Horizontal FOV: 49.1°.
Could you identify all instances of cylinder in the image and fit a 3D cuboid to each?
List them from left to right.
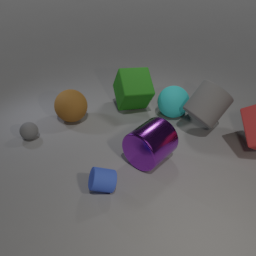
[{"bbox_3d":[-0.765,1.552,8.376,0.700,0.700,0.700,12,28,-19],"label":"cylinder"},{"bbox_3d":[0.757,0.528,9.485,1.400,1.400,1.400,24,41,34],"label":"cylinder"},{"bbox_3d":[3.108,-0.924,10.924,1.400,1.400,1.400,37,6,-5],"label":"cylinder"}]

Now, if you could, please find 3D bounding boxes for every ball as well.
[{"bbox_3d":[-3.854,0.113,10.908,0.700,0.700,0.700,0,31,0],"label":"ball"},{"bbox_3d":[-2.435,-0.948,11.965,1.400,1.400,1.400,0,31,0],"label":"ball"},{"bbox_3d":[2.001,-1.154,12.333,1.400,1.400,1.400,0,31,0],"label":"ball"}]

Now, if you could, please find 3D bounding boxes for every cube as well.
[{"bbox_3d":[0.229,-1.757,12.660,1.400,1.400,1.400,-6,69,-17],"label":"cube"},{"bbox_3d":[4.891,-0.070,9.605,1.400,1.400,1.400,-18,-20,37],"label":"cube"}]
